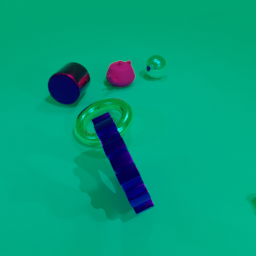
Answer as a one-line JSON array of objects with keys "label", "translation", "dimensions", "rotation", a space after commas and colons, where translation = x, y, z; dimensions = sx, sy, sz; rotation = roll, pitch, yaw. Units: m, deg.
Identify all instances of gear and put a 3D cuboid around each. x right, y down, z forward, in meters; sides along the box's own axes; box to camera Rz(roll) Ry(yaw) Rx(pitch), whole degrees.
[{"label": "gear", "translation": [-0.110, 0.694, 5.677], "dimensions": [0.383, 2.074, 2.074], "rotation": [-26, 44, -3]}]

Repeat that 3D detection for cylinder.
[{"label": "cylinder", "translation": [-1.861, -1.439, 8.961], "dimensions": [1.056, 1.056, 1.056], "rotation": [8, 33, 10]}]

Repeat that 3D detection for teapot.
[{"label": "teapot", "translation": [-0.286, -1.928, 9.774], "dimensions": [1.032, 0.813, 1.660], "rotation": [17, 41, 21]}]

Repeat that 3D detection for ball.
[{"label": "ball", "translation": [1.012, -2.227, 10.172], "dimensions": [0.841, 0.841, 0.841], "rotation": [0, 40, 0]}]

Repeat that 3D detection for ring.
[{"label": "ring", "translation": [-0.688, -0.208, 7.843], "dimensions": [1.743, 0.349, 1.743], "rotation": [-11, 43, 11]}]
